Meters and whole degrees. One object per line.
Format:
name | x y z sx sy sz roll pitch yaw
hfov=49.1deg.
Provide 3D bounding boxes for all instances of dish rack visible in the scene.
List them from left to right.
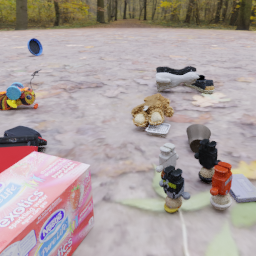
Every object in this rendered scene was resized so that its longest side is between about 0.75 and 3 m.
dish rack | 1.013 0.055 9.327 0.717 0.182 0.835 6 25 16

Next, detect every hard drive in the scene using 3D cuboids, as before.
hard drive | -3.373 0.194 8.940 1.105 0.234 0.745 15 28 31

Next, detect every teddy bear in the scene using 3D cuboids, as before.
teddy bear | 0.883 -0.538 10.033 1.581 0.728 2.181 -19 21 5

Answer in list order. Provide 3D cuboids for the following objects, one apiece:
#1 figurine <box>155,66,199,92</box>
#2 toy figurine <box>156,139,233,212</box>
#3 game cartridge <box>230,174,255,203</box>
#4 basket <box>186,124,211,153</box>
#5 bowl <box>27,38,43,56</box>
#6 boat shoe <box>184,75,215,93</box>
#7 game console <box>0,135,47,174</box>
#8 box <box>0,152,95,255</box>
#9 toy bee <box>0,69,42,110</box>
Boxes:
figurine | 2.432 -2.543 13.789 2.071 0.914 2.122 -7 24 10
toy figurine | 1.413 1.059 6.156 1.539 1.088 1.563 -6 26 -1
game cartridge | 2.596 1.372 6.454 0.589 0.174 0.909 1 24 -7
basket | 2.079 0.326 8.299 0.757 0.571 0.839 15 30 8
bowl | -7.453 -6.475 22.425 0.272 1.386 1.386 -6 18 33
boat shoe | 3.524 -2.341 14.012 0.849 0.708 2.276 -10 25 -18
game console | -3.438 0.948 7.295 2.341 1.389 2.017 -2 -7 -5
box | -1.774 1.659 4.266 1.319 1.429 2.785 10 27 21
toy bee | -4.269 -1.192 11.190 2.344 1.274 1.535 -17 24 25
